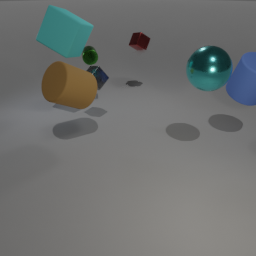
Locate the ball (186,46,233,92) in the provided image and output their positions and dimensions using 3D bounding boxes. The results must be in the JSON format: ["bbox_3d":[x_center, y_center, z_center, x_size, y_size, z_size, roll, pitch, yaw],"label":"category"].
[{"bbox_3d":[2.523,-1.845,8.745,1.400,1.400,1.400,0,28,0],"label":"ball"}]

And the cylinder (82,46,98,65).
[{"bbox_3d":[-1.742,-3.307,12.745,0.700,0.700,0.700,-6,32,-11],"label":"cylinder"}]

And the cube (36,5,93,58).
[{"bbox_3d":[-2.424,-3.702,10.878,1.400,1.400,1.400,31,20,3],"label":"cube"}]

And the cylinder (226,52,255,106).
[{"bbox_3d":[4.484,-1.768,10.120,1.400,1.400,1.400,6,49,-7],"label":"cylinder"}]

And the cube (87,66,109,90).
[{"bbox_3d":[-1.354,-2.048,11.461,0.700,0.700,0.700,16,66,51],"label":"cube"}]

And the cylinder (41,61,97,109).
[{"bbox_3d":[-2.039,-1.459,9.805,1.400,1.400,1.400,24,8,37],"label":"cylinder"}]

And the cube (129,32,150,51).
[{"bbox_3d":[0.592,-4.414,14.351,0.700,0.700,0.700,20,0,-38],"label":"cube"}]
